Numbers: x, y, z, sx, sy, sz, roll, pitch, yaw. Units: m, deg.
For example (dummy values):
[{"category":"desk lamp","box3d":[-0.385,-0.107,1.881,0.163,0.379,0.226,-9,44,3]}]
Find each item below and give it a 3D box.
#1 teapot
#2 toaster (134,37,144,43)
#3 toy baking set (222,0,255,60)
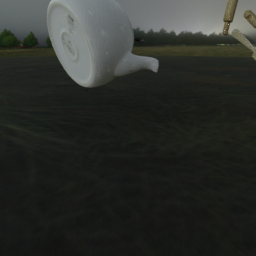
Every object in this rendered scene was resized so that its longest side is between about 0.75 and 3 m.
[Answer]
[{"category":"teapot","box3d":[-0.878,-2.793,8.320,2.156,2.952,2.913,-32,26,-27]},{"category":"toaster","box3d":[-1.335,-3.875,11.378,2.834,2.562,1.681,9,57,51]},{"category":"toy baking set","box3d":[3.668,-3.180,7.963,1.918,2.499,0.291,23,15,29]}]
